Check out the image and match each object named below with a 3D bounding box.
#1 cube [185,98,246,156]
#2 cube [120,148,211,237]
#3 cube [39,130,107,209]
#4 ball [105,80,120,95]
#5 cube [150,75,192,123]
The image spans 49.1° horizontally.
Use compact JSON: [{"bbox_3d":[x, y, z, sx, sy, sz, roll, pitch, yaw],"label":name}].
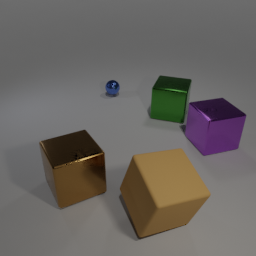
[{"bbox_3d":[3.000,-0.083,9.815,1.400,1.400,1.400,-9,33,-15],"label":"cube"},{"bbox_3d":[0.804,1.515,6.718,1.400,1.400,1.400,-5,47,-25],"label":"cube"},{"bbox_3d":[-1.531,1.090,7.851,1.400,1.400,1.400,-16,33,-25],"label":"cube"},{"bbox_3d":[-0.735,-1.939,13.364,0.700,0.700,0.700,0,31,0],"label":"ball"},{"bbox_3d":[1.792,-1.221,11.639,1.400,1.400,1.400,10,33,14],"label":"cube"}]
